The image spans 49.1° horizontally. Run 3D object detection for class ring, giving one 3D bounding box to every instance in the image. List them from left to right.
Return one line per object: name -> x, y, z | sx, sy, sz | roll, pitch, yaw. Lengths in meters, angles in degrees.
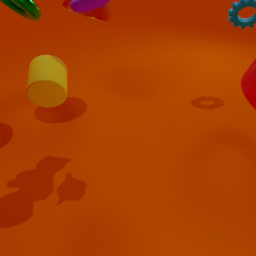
ring -> -2.878, -3.230, 6.863 | 1.638, 1.638, 0.328 | 31, 88, 36

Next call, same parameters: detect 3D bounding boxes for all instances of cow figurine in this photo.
cow figurine -> -0.520, -2.924, 5.448 | 1.507, 0.841, 1.531 | -15, 54, -11

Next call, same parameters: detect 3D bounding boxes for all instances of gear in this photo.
gear -> 3.720, -3.597, 8.747 | 1.084, 1.084, 0.200 | 5, 60, 8

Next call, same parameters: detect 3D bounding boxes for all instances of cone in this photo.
cone -> -0.941, -4.101, 8.040 | 1.592, 1.598, 1.592 | 16, 26, -8

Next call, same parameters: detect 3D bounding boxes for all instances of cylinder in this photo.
cylinder -> -1.494, -0.865, 5.216 | 0.702, 0.702, 0.702 | -5, 53, -6
cylinder -> 1.529, -0.508, 2.342 | 0.815, 0.815, 0.815 | 10, 48, -12
